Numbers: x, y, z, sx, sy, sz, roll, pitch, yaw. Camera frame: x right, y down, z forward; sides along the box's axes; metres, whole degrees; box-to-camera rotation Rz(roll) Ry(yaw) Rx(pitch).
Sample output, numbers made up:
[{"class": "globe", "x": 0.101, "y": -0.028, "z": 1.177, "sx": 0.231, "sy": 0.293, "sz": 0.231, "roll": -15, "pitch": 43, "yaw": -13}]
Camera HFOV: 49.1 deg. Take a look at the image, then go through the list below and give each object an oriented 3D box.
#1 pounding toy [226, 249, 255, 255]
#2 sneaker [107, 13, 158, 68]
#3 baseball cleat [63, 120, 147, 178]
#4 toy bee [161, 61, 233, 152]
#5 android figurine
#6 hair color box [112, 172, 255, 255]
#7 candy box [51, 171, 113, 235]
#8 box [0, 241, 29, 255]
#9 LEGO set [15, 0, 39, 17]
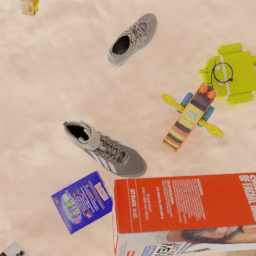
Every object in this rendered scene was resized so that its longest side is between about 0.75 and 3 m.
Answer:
[{"class": "pounding toy", "x": 3.809, "y": 3.479, "z": 7.582, "sx": 2.732, "sy": 2.110, "sz": 2.967, "roll": 20, "pitch": 75, "yaw": 1}, {"class": "sneaker", "x": 0.182, "y": -2.677, "z": 8.439, "sx": 0.770, "sy": 0.845, "sz": 2.061, "roll": 40, "pitch": 86, "yaw": 3}, {"class": "baseball cleat", "x": -0.671, "y": 0.644, "z": 7.873, "sx": 2.709, "sy": 1.442, "sz": 0.945, "roll": 27, "pitch": 84, "yaw": 1}, {"class": "toy bee", "x": 1.829, "y": -0.668, "z": 7.741, "sx": 1.914, "sy": 1.590, "sz": 2.924, "roll": 13, "pitch": 92, "yaw": 11}, {"class": "android figurine", "x": 3.202, "y": -1.645, "z": 8.584, "sx": 2.070, "sy": 0.425, "sz": 1.885, "roll": -8, "pitch": 86, "yaw": -2}, {"class": "hair color box", "x": 1.192, "y": 1.519, "z": 4.748, "sx": 2.867, "sy": 1.590, "sz": 0.916, "roll": -3, "pitch": 53, "yaw": -6}, {"class": "candy box", "x": -1.254, "y": 2.143, "z": 8.188, "sx": 1.501, "sy": 0.578, "sz": 1.269, "roll": -29, "pitch": 84, "yaw": -1}, {"class": "box", "x": -3.023, "y": 3.987, "z": 7.924, "sx": 0.430, "sy": 0.834, "sz": 1.430, "roll": -44, "pitch": 88, "yaw": -1}, {"class": "LEGO set", "x": -1.889, "y": -3.316, "z": 6.325, "sx": 1.045, "sy": 2.809, "sz": 1.292, "roll": 20, "pitch": 115, "yaw": -37}]
